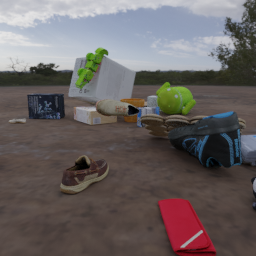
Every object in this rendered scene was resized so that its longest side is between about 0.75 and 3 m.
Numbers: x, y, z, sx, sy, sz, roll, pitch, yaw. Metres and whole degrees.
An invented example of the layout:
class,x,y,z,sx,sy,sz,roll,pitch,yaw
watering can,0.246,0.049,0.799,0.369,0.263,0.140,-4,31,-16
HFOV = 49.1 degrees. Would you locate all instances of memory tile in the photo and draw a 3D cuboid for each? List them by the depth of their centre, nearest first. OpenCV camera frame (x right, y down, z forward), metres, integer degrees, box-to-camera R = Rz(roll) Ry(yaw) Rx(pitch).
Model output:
class,x,y,z,sx,sy,sz,roll,pitch,yaw
memory tile,1.833,-0.001,8.108,2.768,0.232,2.121,3,-14,16

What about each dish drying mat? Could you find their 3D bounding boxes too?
class,x,y,z,sx,sy,sz,roll,pitch,yaw
dish drying mat,0.763,1.314,3.901,0.520,0.123,1.355,-1,11,-1

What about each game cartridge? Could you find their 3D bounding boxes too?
class,x,y,z,sx,sy,sz,roll,pitch,yaw
game cartridge,3.934,0.537,7.062,2.478,0.501,1.652,1,8,3

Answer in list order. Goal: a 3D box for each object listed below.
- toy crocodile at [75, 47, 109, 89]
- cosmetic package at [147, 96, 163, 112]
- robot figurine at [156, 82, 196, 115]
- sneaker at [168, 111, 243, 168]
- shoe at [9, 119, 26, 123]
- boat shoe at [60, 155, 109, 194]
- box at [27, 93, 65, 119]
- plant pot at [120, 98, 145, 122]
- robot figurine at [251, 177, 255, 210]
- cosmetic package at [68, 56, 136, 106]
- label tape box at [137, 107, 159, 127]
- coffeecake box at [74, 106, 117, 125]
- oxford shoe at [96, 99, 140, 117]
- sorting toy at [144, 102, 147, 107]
class,x,y,z,sx,sy,sz,roll,pitch,yaw
toy crocodile,-1.515,-2.480,11.550,0.681,2.019,0.623,19,-11,44
cosmetic package,1.666,-1.400,15.923,0.958,0.796,0.801,6,13,25
robot figurine,2.458,-1.453,14.654,2.079,1.371,2.369,43,32,26
sneaker,1.678,0.423,6.552,0.992,1.110,2.710,-12,-6,-9
shoe,-4.709,-0.309,11.935,0.751,0.200,0.263,1,11,4
boat shoe,-0.813,0.791,5.518,0.523,0.522,1.449,5,12,26
box,-3.842,-1.040,13.224,1.525,1.132,0.816,0,12,4
plant pot,0.184,-0.769,12.285,1.055,0.966,1.055,1,11,0
robot figurine,2.337,1.003,4.273,0.619,0.745,0.992,15,8,-12
cosmetic package,-1.177,-2.051,13.124,1.904,1.906,2.310,8,-5,41
label tape box,0.896,-0.459,11.287,1.028,0.741,0.325,-5,12,-25
coffeecake box,-1.460,-0.590,12.299,1.266,0.603,1.650,-8,14,-34
oxford shoe,-0.279,-0.600,8.296,1.462,0.518,0.540,0,1,-42
sorting toy,1.294,-1.431,17.435,1.929,0.352,1.785,-6,12,-5
